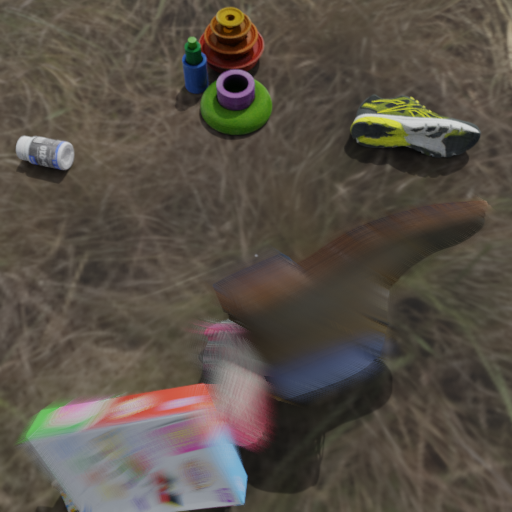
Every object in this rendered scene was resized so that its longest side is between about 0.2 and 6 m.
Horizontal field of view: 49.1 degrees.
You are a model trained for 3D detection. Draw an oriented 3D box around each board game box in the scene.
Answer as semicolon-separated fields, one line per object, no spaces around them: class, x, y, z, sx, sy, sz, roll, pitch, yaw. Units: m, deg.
board game box;-1.386;2.436;6.765;2.160;1.653;0.436;-12;29;13

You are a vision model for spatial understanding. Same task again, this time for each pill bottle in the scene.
pill bottle;-3.968;-1.946;10.522;0.925;0.526;0.526;12;63;8

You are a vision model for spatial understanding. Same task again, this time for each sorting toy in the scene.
sorting toy;-0.609;-3.864;11.160;1.721;1.175;2.863;-6;63;-3

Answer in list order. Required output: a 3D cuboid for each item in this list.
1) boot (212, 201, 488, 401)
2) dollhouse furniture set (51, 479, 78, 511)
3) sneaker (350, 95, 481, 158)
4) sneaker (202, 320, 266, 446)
boot;1.400;0.519;7.219;3.570;1.334;1.730;-20;94;5
dollhouse furniture set;-2.270;3.643;7.173;1.882;1.250;1.650;-28;66;-14
sneaker;3.049;-2.594;10.657;2.401;0.894;1.016;9;63;5
sneaker;-0.338;1.738;7.880;0.889;0.960;2.381;-10;24;6
